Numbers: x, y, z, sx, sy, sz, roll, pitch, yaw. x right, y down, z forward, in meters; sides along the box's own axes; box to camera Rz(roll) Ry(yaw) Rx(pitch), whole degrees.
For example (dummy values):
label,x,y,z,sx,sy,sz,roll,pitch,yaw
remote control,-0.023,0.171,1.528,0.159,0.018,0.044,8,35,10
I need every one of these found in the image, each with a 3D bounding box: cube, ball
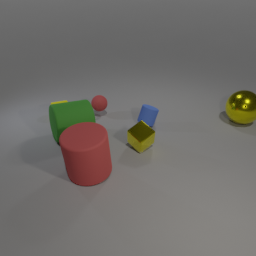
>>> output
label,x,y,z,sx,sy,sz,roll,pitch,yaw
cube,0.455,0.306,9.781,0.700,0.700,0.700,-36,61,-23
ball,4.733,-0.850,11.494,1.400,1.400,1.400,0,29,0
ball,-1.234,-1.069,12.093,0.700,0.700,0.700,0,29,0

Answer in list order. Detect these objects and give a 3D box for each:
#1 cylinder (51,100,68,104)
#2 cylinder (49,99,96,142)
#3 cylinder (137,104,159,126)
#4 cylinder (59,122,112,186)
label,x,y,z,sx,sy,sz,roll,pitch,yaw
cylinder,-2.930,-0.806,12.130,0.700,0.700,0.700,-11,31,-19
cylinder,-2.083,-0.277,10.393,1.400,1.400,1.400,-11,31,-24
cylinder,0.813,-0.521,11.383,0.700,0.700,0.700,17,17,-5
cylinder,-1.236,0.766,8.424,1.400,1.400,1.400,-3,35,2
